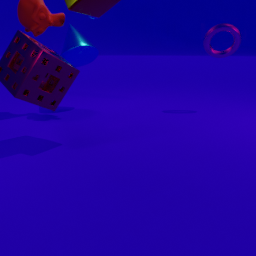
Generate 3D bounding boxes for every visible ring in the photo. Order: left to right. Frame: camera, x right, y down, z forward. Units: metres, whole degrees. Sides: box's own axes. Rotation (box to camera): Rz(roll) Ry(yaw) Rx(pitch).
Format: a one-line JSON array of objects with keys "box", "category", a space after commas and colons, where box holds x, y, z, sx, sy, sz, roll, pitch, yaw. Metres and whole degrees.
[{"box": [3.347, -3.085, 9.967, 1.296, 1.296, 0.259, 3, 44, 9], "category": "ring"}]

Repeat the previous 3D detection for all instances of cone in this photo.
[{"box": [-2.035, -3.345, 10.666, 1.489, 1.494, 1.489, -17, -13, -4], "category": "cone"}]

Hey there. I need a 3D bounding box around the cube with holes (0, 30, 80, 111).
[{"box": [-2.079, -1.275, 6.400, 1.141, 1.141, 1.141, 40, 10, 32], "category": "cube with holes"}]

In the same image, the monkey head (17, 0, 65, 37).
[{"box": [-2.831, -3.691, 9.057, 1.353, 1.880, 1.133, -18, 63, -35], "category": "monkey head"}]

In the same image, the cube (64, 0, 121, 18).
[{"box": [-0.743, -3.045, 5.739, 1.006, 1.006, 1.006, -24, -4, 34], "category": "cube"}]

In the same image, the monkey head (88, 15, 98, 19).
[{"box": [-1.096, -4.084, 8.615, 1.658, 0.999, 1.193, 22, -19, 31], "category": "monkey head"}]
